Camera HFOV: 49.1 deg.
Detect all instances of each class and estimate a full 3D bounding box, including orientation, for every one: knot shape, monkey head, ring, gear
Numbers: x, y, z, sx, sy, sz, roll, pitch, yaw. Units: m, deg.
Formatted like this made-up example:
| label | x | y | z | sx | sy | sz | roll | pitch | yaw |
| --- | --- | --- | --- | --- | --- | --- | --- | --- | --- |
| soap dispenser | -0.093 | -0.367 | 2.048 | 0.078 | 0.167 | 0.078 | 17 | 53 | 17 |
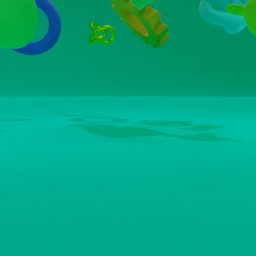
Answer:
| label | x | y | z | sx | sy | sz | roll | pitch | yaw |
| --- | --- | --- | --- | --- | --- | --- | --- | --- | --- |
| knot shape | -0.950 | -3.444 | 10.332 | 0.994 | 1.063 | 0.491 | 7 | -24 | -4 |
| monkey head | 2.480 | -1.920 | 4.880 | 1.441 | 0.869 | 1.037 | 35 | 2 | 15 |
| ring | -2.933 | -3.104 | 8.337 | 1.848 | 1.848 | 0.370 | -1 | 5 | -10 |
| gear | 0.320 | -3.235 | 8.227 | 2.078 | 0.384 | 2.078 | 43 | 1 | -1 |
| knot shape | 2.542 | -3.434 | 7.279 | 2.000 | 1.871 | 0.924 | -27 | 2 | -43 |

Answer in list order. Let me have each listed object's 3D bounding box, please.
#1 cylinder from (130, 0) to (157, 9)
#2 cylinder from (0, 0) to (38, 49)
| label | x | y | z | sx | sy | sz | roll | pitch | yaw |
| --- | --- | --- | --- | --- | --- | --- | --- | --- | --- |
| cylinder | 0.477 | -3.353 | 6.365 | 0.925 | 0.925 | 0.925 | -19 | -4 | 31 |
| cylinder | -2.685 | -2.223 | 5.332 | 1.342 | 1.342 | 1.342 | 4 | 15 | 27 |
